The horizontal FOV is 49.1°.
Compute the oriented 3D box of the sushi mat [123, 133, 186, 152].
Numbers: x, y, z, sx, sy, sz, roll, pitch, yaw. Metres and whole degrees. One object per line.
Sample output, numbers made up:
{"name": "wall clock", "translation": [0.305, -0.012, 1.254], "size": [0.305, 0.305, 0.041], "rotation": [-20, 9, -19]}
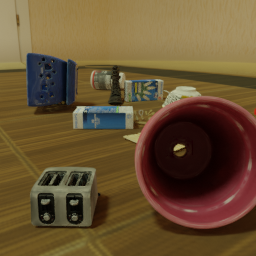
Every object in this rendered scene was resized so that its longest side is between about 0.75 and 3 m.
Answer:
{"name": "sushi mat", "translation": [0.827, 0.464, 9.183], "size": [0.972, 0.123, 2.032], "rotation": [-15, 23, -36]}

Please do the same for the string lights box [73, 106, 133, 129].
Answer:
{"name": "string lights box", "translation": [-0.943, -0.438, 11.130], "size": [2.293, 0.676, 1.178], "rotation": [0, 17, 0]}

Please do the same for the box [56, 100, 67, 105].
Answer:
{"name": "box", "translation": [-3.706, -1.473, 15.227], "size": [1.017, 0.234, 0.808], "rotation": [2, 17, 8]}

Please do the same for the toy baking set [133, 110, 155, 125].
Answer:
{"name": "toy baking set", "translation": [0.647, -0.443, 11.498], "size": [1.042, 0.121, 0.799], "rotation": [3, 49, 22]}

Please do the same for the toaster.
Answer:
{"name": "toaster", "translation": [-1.162, 1.292, 5.460], "size": [1.122, 0.736, 1.240], "rotation": [1, 17, 1]}

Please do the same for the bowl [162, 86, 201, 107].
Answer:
{"name": "bowl", "translation": [2.815, -1.479, 13.842], "size": [2.166, 1.017, 2.166], "rotation": [2, 17, -1]}

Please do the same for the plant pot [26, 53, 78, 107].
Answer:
{"name": "plant pot", "translation": [-3.569, -2.320, 13.609], "size": [2.196, 2.443, 2.443], "rotation": [2, 11, -7]}

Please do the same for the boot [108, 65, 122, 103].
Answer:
{"name": "boot", "translation": [-0.722, -2.421, 15.339], "size": [0.785, 1.975, 2.269], "rotation": [-1, 17, -3]}

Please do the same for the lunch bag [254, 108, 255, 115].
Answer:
{"name": "lunch bag", "translation": [6.012, -0.520, 11.032], "size": [1.909, 0.888, 2.167], "rotation": [6, 18, 20]}

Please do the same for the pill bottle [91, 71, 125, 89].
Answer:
{"name": "pill bottle", "translation": [-1.364, -3.315, 19.430], "size": [2.203, 1.277, 1.277], "rotation": [4, 18, 12]}

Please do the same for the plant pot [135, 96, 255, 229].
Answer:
{"name": "plant pot", "translation": [1.291, 0.551, 5.732], "size": [2.327, 2.327, 2.083], "rotation": [0, 3, 0]}

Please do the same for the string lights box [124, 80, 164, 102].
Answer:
{"name": "string lights box", "translation": [0.889, -2.138, 15.882], "size": [2.170, 1.115, 0.640], "rotation": [-5, 18, -17]}

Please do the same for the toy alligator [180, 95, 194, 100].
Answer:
{"name": "toy alligator", "translation": [2.836, -0.798, 11.772], "size": [0.714, 0.985, 2.972], "rotation": [23, 18, 35]}

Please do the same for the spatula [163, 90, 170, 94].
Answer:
{"name": "spatula", "translation": [2.457, -2.360, 18.179], "size": [1.895, 0.195, 0.536], "rotation": [15, 21, 40]}
